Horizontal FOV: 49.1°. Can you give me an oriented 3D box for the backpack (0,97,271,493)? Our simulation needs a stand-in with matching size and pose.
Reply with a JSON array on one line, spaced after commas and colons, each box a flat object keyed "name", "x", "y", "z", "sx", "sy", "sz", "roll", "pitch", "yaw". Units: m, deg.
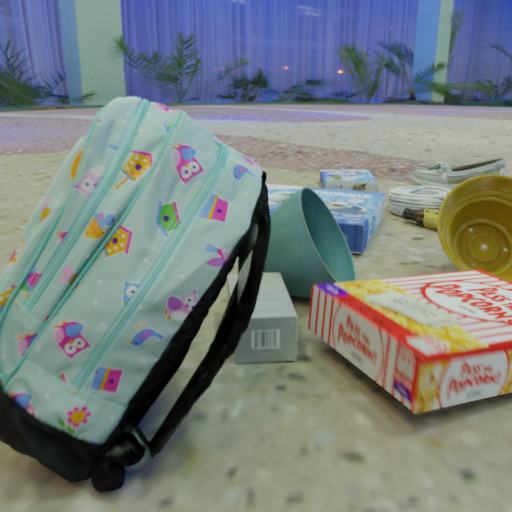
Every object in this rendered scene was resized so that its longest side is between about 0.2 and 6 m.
[{"name": "backpack", "x": -1.153, "y": 0.145, "z": 4.979, "sx": 1.849, "sy": 2.921, "sz": 2.437, "roll": 29, "pitch": 15, "yaw": -23}]

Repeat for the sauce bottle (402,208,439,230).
[{"name": "sauce bottle", "x": 3.677, "y": -0.780, "z": 11.817, "sx": 0.406, "sy": 0.406, "sz": 1.256, "roll": -18, "pitch": 26, "yaw": -41}]

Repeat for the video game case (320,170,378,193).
[{"name": "video game case", "x": 2.556, "y": -2.107, "z": 15.703, "sx": 1.415, "sy": 0.355, "sz": 1.561, "roll": -1, "pitch": 19, "yaw": 1}]

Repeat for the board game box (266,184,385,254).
[{"name": "board game box", "x": 1.066, "y": -0.876, "z": 11.738, "sx": 2.874, "sy": 0.623, "sz": 2.860, "roll": 7, "pitch": 19, "yaw": 18}]

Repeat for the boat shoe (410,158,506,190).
[{"name": "boat shoe", "x": 5.586, "y": -2.304, "z": 15.535, "sx": 2.580, "sy": 0.827, "sz": 0.951, "roll": 1, "pitch": 19, "yaw": 3}]

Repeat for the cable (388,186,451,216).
[{"name": "cable", "x": 3.873, "y": -1.259, "z": 12.982, "sx": 1.604, "sy": 0.555, "sz": 1.604, "roll": 1, "pitch": 19, "yaw": 8}]

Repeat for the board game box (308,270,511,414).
[{"name": "board game box", "x": 2.296, "y": 0.838, "z": 6.516, "sx": 2.726, "sy": 0.631, "sz": 2.065, "roll": -4, "pitch": 18, "yaw": -24}]

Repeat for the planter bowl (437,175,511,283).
[{"name": "planter bowl", "x": 3.812, "y": -0.260, "z": 9.052, "sx": 1.967, "sy": 1.967, "sz": 0.819, "roll": 1, "pitch": -20, "yaw": 2}]

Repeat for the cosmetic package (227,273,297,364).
[{"name": "cosmetic package", "x": 0.038, "y": 0.739, "z": 7.143, "sx": 0.786, "sy": 0.663, "sz": 1.471, "roll": -2, "pitch": 17, "yaw": -4}]

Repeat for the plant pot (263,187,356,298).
[{"name": "plant pot", "x": 0.606, "y": -0.045, "z": 8.331, "sx": 1.108, "sy": 1.646, "sz": 1.646, "roll": -25, "pitch": 10, "yaw": 23}]
